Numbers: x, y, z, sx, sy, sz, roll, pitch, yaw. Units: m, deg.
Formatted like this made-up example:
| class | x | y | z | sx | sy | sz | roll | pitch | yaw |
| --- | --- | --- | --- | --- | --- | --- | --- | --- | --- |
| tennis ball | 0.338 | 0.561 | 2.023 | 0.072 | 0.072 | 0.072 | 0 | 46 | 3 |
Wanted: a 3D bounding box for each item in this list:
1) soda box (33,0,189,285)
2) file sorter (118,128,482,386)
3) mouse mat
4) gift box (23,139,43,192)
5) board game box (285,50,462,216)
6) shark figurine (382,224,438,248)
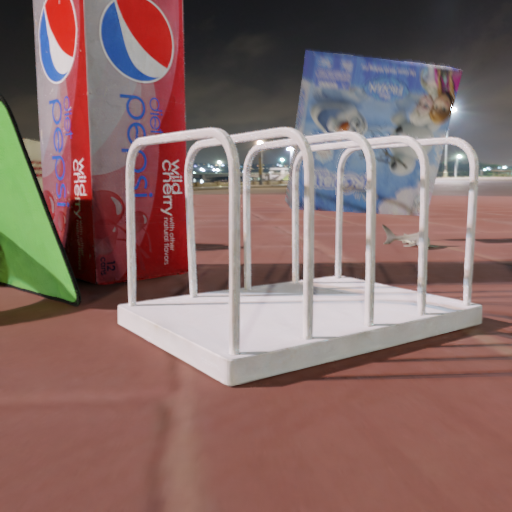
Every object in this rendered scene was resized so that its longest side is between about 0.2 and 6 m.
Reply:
| class | x | y | z | sx | sy | sz | roll | pitch | yaw |
| --- | --- | --- | --- | --- | --- | --- | --- | --- | --- |
| soda box | -1.854 | -1.923 | 7.191 | 1.396 | 4.403 | 1.542 | -8 | 10 | -42 |
| file sorter | 0.378 | -0.190 | 4.815 | 2.656 | 1.654 | 1.843 | -6 | 9 | -35 |
| mouse mat | -2.900 | -0.573 | 6.064 | 2.696 | 2.169 | 0.101 | 7 | 29 | 41 |
| gift box | -3.991 | -1.289 | 10.099 | 1.382 | 1.366 | 1.480 | 7 | -16 | -30 |
| board game box | 1.572 | -1.625 | 7.743 | 2.091 | 2.081 | 0.454 | 1 | 24 | -12 |
| shark figurine | 3.041 | -0.419 | 10.839 | 0.719 | 0.502 | 1.203 | -2 | 10 | -26 |
